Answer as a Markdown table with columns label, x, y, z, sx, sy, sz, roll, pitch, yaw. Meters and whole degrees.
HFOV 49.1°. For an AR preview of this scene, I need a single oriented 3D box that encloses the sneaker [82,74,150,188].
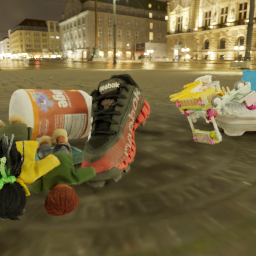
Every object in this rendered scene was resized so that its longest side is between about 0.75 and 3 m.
| label | x | y | z | sx | sy | sz | roll | pitch | yaw |
| --- | --- | --- | --- | --- | --- | --- | --- | --- | --- |
| sneaker | -0.276 | -0.138 | 4.730 | 0.860 | 1.189 | 2.434 | -6 | 34 | 22 |

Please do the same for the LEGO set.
| label | x | y | z | sx | sy | sz | roll | pitch | yaw |
| --- | --- | --- | --- | --- | --- | --- | --- | --- | --- |
| LEGO set | 1.778 | -0.445 | 6.468 | 1.374 | 1.111 | 2.986 | -23 | 11 | 5 |

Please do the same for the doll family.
| label | x | y | z | sx | sy | sz | roll | pitch | yaw |
| --- | --- | --- | --- | --- | --- | --- | --- | --- | --- |
| doll family | -1.584 | 0.568 | 2.847 | 2.430 | 0.954 | 1.405 | -18 | 40 | -8 |

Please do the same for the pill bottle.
| label | x | y | z | sx | sy | sz | roll | pitch | yaw |
| --- | --- | --- | --- | --- | --- | --- | --- | --- | --- |
| pill bottle | -1.412 | -0.282 | 6.002 | 1.926 | 1.080 | 1.080 | -6 | 15 | -40 |

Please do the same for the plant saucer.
| label | x | y | z | sx | sy | sz | roll | pitch | yaw |
| --- | --- | --- | --- | --- | --- | --- | --- | --- | --- |
| plant saucer | -1.833 | 0.619 | 4.823 | 2.266 | 0.215 | 0.792 | -10 | 17 | -37 |

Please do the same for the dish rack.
| label | x | y | z | sx | sy | sz | roll | pitch | yaw |
| --- | --- | --- | --- | --- | --- | --- | --- | --- | --- |
| dish rack | 3.380 | -0.300 | 7.615 | 2.758 | 0.600 | 2.367 | -1 | 13 | -5 |

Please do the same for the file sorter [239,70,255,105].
| label | x | y | z | sx | sy | sz | roll | pitch | yaw |
| --- | --- | --- | --- | --- | --- | --- | --- | --- | --- |
| file sorter | 3.716 | -1.034 | 7.593 | 1.253 | 0.869 | 0.769 | 5 | -3 | 18 |
